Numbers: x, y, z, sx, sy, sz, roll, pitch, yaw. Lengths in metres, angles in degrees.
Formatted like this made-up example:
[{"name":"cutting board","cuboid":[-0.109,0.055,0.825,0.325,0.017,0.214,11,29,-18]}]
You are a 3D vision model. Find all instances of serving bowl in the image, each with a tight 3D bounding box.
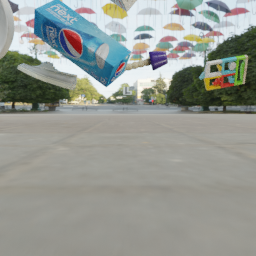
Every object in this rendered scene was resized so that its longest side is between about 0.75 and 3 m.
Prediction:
[{"name":"serving bowl","cuboid":[-4.253,-3.025,8.095,2.450,2.450,0.806,1,14,16]}]

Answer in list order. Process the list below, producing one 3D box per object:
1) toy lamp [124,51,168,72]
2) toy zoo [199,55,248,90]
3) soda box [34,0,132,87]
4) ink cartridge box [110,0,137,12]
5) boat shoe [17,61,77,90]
[{"name":"toy lamp","cuboid":[0.222,-2.693,12.048,2.962,0.862,0.862,-10,2,8]},{"name":"toy zoo","cuboid":[3.168,-1.817,9.389,1.570,1.030,0.161,-10,38,1]},{"name":"soda box","cuboid":[-1.395,-2.563,8.404,2.919,0.936,0.990,37,52,8]},{"name":"ink cartridge box","cuboid":[-0.392,-3.743,7.293,1.238,0.518,0.893,43,1,21]},{"name":"boat shoe","cuboid":[-2.780,-1.967,9.888,2.048,0.729,0.714,17,3,-20]}]
